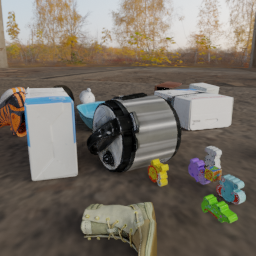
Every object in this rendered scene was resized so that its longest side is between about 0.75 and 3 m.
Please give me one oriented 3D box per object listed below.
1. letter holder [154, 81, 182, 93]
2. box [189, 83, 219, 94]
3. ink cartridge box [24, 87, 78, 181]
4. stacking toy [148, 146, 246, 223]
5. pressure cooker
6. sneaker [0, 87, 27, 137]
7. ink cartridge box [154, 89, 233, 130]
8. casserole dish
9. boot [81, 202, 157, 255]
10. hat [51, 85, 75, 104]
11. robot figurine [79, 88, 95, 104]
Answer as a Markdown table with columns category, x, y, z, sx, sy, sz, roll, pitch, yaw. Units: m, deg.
| category | x | y | z | sx | sy | sz | roll | pitch | yaw |
| --- | --- | --- | --- | --- | --- | --- | --- | --- | --- |
| letter holder | 2.291 | -1.620 | 13.682 | 1.450 | 1.026 | 2.041 | 9 | 18 | 24 |
| box | 3.695 | -1.661 | 13.799 | 1.070 | 0.921 | 1.076 | -12 | 25 | -38 |
| ink cartridge box | -1.950 | -0.082 | 6.912 | 0.977 | 1.671 | 2.881 | -5 | 16 | -18 |
| stacking toy | 1.637 | 1.016 | 5.297 | 1.652 | 0.515 | 2.190 | -10 | 20 | -27 |
| pressure cooker | 0.031 | 0.125 | 6.244 | 1.882 | 1.655 | 1.681 | -10 | 32 | -29 |
| sneaker | -3.749 | -0.215 | 8.967 | 0.899 | 1.298 | 2.317 | -17 | -11 | -43 |
| ink cartridge box | 2.357 | -0.780 | 10.523 | 1.834 | 1.068 | 2.537 | -6 | 17 | -22 |
| casserole dish | -0.818 | -0.448 | 10.180 | 1.816 | 0.582 | 2.998 | -8 | 17 | -19 |
| boot | -0.133 | 1.401 | 3.812 | 1.032 | 0.481 | 1.335 | 1 | 10 | 1 |
| hat | -2.708 | -0.971 | 11.081 | 1.415 | 1.415 | 0.571 | -7 | 44 | -24 |
| robot figurine | -1.792 | -1.305 | 12.287 | 0.615 | 0.924 | 1.090 | 5 | 16 | -16 |
